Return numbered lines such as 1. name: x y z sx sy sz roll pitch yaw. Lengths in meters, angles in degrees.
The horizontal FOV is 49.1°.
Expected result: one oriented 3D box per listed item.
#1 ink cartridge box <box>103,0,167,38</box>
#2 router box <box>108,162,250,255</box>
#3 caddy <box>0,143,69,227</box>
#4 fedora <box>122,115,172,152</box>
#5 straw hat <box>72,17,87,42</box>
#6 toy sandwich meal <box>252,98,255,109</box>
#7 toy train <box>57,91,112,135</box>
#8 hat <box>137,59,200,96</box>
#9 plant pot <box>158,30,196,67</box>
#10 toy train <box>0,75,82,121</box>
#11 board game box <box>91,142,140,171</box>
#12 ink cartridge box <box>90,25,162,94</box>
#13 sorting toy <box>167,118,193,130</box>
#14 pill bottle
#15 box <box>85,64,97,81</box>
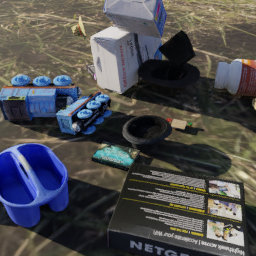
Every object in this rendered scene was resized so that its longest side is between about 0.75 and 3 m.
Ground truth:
1. ink cartridge box: 0.327 -3.563 8.862 1.568 0.877 2.298 15 5 12
2. router box: 1.071 1.777 5.860 2.593 0.662 1.934 9 37 12
3. caddy: -2.236 1.148 6.374 1.489 1.105 2.106 -25 43 -29
4. fedora: 0.548 0.219 8.038 1.440 0.658 1.440 0 36 0
5. straw hat: -1.682 -3.273 9.401 0.384 0.907 0.907 -15 38 -7
6. toy sandwich meal: 4.967 -0.507 9.136 1.891 0.648 1.891 0 32 0
7. toy train: -1.325 -0.522 8.959 1.116 0.847 1.954 11 37 24
8. hat: 1.498 -1.786 10.605 2.318 0.935 2.318 0 40 0
9. plant pot: 1.869 -2.789 10.146 0.914 1.030 1.028 56 23 5
10. toy train: -2.917 -0.991 9.414 2.630 1.140 1.503 0 45 -3
11. board game box: -0.332 0.761 7.715 1.130 0.159 0.764 13 38 17
12. ink cartridge box: 0.068 -2.976 11.011 1.221 2.096 2.898 21 46 33
13. sorting toy: 1.578 -0.078 8.888 0.888 0.150 0.428 12 37 15
14. pill bottle: 4.474 -1.849 10.352 2.315 1.299 1.299 8 36 11
15. box: -1.162 -2.481 12.152 0.985 0.249 1.378 -15 39 -21
